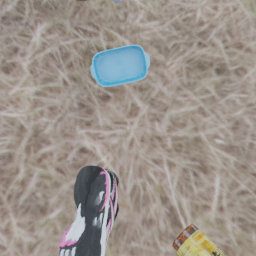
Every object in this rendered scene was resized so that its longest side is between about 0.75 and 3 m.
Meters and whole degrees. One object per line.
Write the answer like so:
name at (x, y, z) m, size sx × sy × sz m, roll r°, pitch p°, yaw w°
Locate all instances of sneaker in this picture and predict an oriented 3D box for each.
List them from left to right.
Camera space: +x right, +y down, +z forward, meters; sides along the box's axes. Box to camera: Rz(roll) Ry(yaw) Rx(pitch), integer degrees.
sneaker at (-0.435, 1.426, 4.139) m, size 0.698 × 0.750 × 1.738 m, roll 16°, pitch 91°, yaw 27°

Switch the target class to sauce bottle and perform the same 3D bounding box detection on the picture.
sauce bottle at (1.500, 2.338, 4.362) m, size 0.591 × 0.591 × 1.789 m, roll -44°, pitch 60°, yaw -7°

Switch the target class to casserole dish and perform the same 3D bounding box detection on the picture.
casserole dish at (-0.201, -1.617, 7.260) m, size 1.534 × 0.298 × 0.929 m, roll -12°, pitch 111°, yaw 4°

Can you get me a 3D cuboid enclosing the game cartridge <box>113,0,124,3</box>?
game cartridge at (-0.537, -4.171, 6.680) m, size 0.427 × 2.087 × 1.389 m, roll -4°, pitch 62°, yaw 23°
